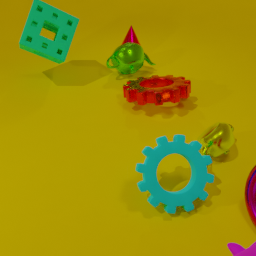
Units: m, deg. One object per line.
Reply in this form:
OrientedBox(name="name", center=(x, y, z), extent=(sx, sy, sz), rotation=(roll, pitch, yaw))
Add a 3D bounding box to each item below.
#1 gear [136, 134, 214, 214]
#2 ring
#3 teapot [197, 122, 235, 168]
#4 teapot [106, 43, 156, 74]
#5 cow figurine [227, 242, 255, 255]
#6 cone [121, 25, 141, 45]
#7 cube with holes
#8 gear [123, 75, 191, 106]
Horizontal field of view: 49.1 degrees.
OrientedBox(name="gear", center=(0.849, 0.822, 5.111), extent=(1.384, 1.384, 0.256), rotation=(-5, -4, -6))
OrientedBox(name="ring", center=(2.553, 1.156, 4.459), extent=(0.308, 1.540, 1.540), rotation=(5, 33, -30))
OrientedBox(name="teapot", center=(1.930, 0.326, 6.109), extent=(0.657, 0.834, 1.342), rotation=(49, 60, 0))
OrientedBox(name="teapot", center=(0.090, -2.165, 9.019), extent=(1.781, 1.107, 0.872), rotation=(-14, 77, -28))
OrientedBox(name="cow figurine", center=(1.364, 1.914, 3.271), extent=(1.747, 1.719, 0.959), rotation=(-26, 64, -14))
OrientedBox(name="cone", center=(0.112, -3.168, 10.118), extent=(1.059, 1.063, 1.059), rotation=(0, 35, 0))
OrientedBox(name="cube with holes", center=(-2.368, -2.785, 8.321), extent=(1.286, 1.286, 1.286), rotation=(19, 2, -22))
OrientedBox(name="gear", center=(0.796, -1.089, 7.773), extent=(1.832, 0.339, 1.832), rotation=(-5, 24, 2))
